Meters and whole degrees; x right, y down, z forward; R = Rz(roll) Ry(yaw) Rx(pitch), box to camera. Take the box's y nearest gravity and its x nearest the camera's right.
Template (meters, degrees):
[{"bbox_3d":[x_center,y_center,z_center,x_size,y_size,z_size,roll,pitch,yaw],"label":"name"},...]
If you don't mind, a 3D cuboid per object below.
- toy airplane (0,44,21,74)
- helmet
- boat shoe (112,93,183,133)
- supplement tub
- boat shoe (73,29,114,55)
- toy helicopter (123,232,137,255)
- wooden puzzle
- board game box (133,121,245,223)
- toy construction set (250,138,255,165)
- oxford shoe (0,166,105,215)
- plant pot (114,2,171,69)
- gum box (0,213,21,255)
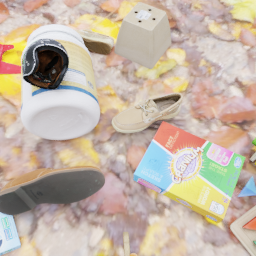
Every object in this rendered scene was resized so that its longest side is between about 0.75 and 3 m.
[{"bbox_3d":[-4.639,-2.458,10.153,1.814,0.334,1.814,1,60,-2],"label":"toy airplane"},{"bbox_3d":[-1.944,-1.553,6.634,1.124,1.124,1.072,11,77,6],"label":"helmet"},{"bbox_3d":[0.583,-0.540,8.241,2.282,0.736,0.813,-21,61,-22],"label":"boat shoe"},{"bbox_3d":[-2.073,-1.382,8.446,2.166,2.166,2.995,-9,61,-5],"label":"supplement tub"},{"bbox_3d":[-1.538,-3.308,10.478,2.043,0.728,0.659,16,54,0],"label":"boat shoe"},{"bbox_3d":[-0.013,3.157,6.563,0.553,0.927,1.402,-5,60,-3],"label":"toy helicopter"},{"bbox_3d":[3.670,2.623,6.951,1.754,0.304,2.600,-44,69,-3],"label":"wooden puzzle"},{"bbox_3d":[1.726,1.166,7.949,2.573,0.519,1.969,24,63,13],"label":"board game box"},{"bbox_3d":[4.004,0.785,7.142,2.183,2.617,2.011,-23,57,-22],"label":"toy construction set"},{"bbox_3d":[-1.974,1.351,7.205,2.925,1.043,1.043,-13,30,10],"label":"oxford shoe"},{"bbox_3d":[0.581,-3.433,10.069,1.649,1.460,1.647,28,64,14],"label":"plant pot"},{"bbox_3d":[-3.450,2.699,6.989,1.237,0.275,1.051,-13,59,-29],"label":"gum box"}]
